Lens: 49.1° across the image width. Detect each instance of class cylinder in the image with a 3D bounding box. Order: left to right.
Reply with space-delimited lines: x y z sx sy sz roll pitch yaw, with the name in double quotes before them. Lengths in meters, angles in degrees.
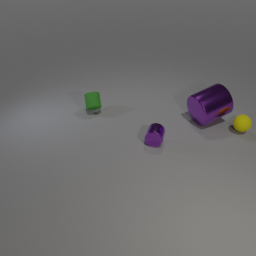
"cylinder" -1.598 -1.225 12.775 0.700 0.700 0.700 -9 -7 -1
"cylinder" 1.050 0.271 10.841 0.700 0.700 0.700 7 33 12
"cylinder" 3.456 -0.987 11.877 1.400 1.400 1.400 -25 38 -12

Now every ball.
"ball" 4.646 -0.196 11.392 0.700 0.700 0.700 0 32 0
